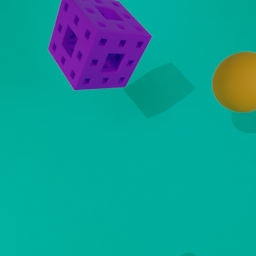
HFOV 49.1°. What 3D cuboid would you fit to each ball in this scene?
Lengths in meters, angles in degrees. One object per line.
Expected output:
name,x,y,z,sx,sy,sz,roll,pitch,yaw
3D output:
ball,1.686,-0.664,4.097,0.875,0.875,0.875,0,71,0

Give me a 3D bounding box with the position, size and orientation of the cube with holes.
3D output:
cube with holes,-0.506,-1.413,4.670,1.076,1.076,1.076,-10,54,-40
